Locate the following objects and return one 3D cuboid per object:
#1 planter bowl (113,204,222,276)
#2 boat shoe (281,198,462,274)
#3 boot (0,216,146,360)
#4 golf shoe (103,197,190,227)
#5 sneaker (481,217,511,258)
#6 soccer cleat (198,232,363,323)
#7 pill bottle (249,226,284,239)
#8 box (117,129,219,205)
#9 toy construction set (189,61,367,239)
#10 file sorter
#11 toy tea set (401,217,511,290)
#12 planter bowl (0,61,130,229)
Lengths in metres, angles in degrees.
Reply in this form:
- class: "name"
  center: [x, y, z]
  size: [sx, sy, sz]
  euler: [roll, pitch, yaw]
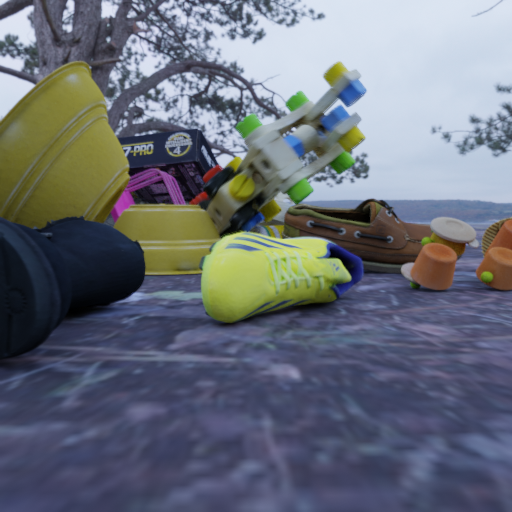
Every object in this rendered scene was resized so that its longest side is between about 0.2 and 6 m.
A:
- class: "planter bowl"
  center: [-1.314, -0.281, 8.070]
  size: [2.225, 0.927, 2.225]
  euler: [-1, 4, 0]
- class: "boat shoe"
  center: [1.608, -0.295, 7.454]
  size: [2.554, 0.868, 0.919]
  euler: [-3, 18, -13]
- class: "boot"
  center: [-1.388, 0.090, 3.814]
  size: [2.072, 0.791, 1.741]
  euler: [-5, 5, 37]
- class: "golf shoe"
  center: [-2.432, -0.633, 13.699]
  size: [3.170, 1.241, 1.541]
  euler: [2, -17, -1]
- class: "sneaker"
  center: [4.229, -0.226, 6.768]
  size: [2.660, 0.997, 1.199]
  euler: [5, 13, 42]
- class: "soccer cleat"
  center: [0.278, 0.127, 4.434]
  size: [0.829, 0.641, 1.982]
  euler: [1, 3, 28]
- class: "pill bottle"
  center: [0.462, -0.166, 8.567]
  size: [1.084, 0.611, 0.611]
  euler: [-3, 5, -28]
- class: "box"
  center: [-2.334, -1.587, 14.115]
  size: [3.196, 0.974, 3.965]
  euler: [-6, -22, 12]
- class: "toy construction set"
  center: [0.317, -1.169, 8.895]
  size: [2.449, 1.721, 3.735]
  euler: [-39, -15, -21]
- class: "file sorter"
  center: [-2.142, -0.962, 11.566]
  size: [1.247, 1.381, 1.988]
  euler: [-21, 4, 1]
- class: "toy tea set"
  center: [2.415, 0.127, 6.017]
  size: [1.907, 0.706, 1.134]
  euler: [2, 33, -9]
- class: "planter bowl"
  center: [-2.897, -0.948, 8.247]
  size: [1.466, 3.519, 3.519]
  euler: [35, -1, -9]
